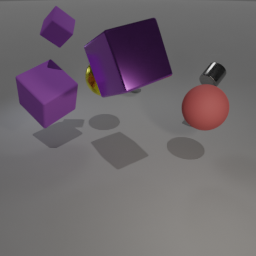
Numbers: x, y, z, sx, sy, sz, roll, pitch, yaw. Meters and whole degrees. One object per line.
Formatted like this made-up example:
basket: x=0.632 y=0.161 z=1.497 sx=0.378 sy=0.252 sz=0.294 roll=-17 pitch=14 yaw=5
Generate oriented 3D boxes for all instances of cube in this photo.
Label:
cube: x=-2.059 y=-2.960 z=8.233 sx=0.700 sy=0.700 sz=0.700 roll=29 pitch=47 yaw=-35
cube: x=-2.698 y=-1.143 z=9.413 sx=1.400 sy=1.400 sz=1.400 roll=42 pitch=57 yaw=14
cube: x=-0.021 y=-1.665 z=6.864 sx=1.400 sy=1.400 sz=1.400 roll=-24 pitch=12 yaw=-25

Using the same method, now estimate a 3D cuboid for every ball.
ball: x=2.343 y=-0.622 z=8.525 sx=1.400 sy=1.400 sz=1.400 roll=0 pitch=28 yaw=0
ball: x=-0.844 y=-1.844 z=10.136 sx=1.400 sy=1.400 sz=1.400 roll=0 pitch=28 yaw=0

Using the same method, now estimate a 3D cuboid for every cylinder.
cylinder: x=3.034 y=-1.862 z=10.024 sx=0.700 sy=0.700 sz=0.700 roll=25 pitch=67 yaw=38
